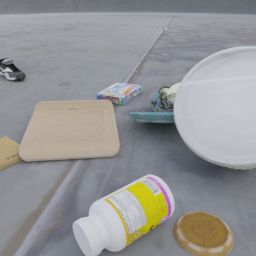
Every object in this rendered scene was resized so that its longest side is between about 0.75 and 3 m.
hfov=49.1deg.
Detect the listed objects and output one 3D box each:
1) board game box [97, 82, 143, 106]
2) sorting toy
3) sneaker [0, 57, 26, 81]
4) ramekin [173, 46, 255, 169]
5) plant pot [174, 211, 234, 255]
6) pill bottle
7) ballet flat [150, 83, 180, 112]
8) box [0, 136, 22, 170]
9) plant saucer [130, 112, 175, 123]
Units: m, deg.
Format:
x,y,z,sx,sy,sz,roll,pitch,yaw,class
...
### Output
x,y,z,sx,sy,sz,roll,pitch,yaw,class
-0.276,-1.315,10.457,1.089,0.277,1.609,13,30,24,board game box
-1.514,0.024,7.681,2.384,0.470,2.575,-3,33,-6,sorting toy
-5.219,-2.641,12.401,1.939,0.877,0.644,23,36,37,sneaker
2.461,-0.334,6.211,2.718,1.266,2.718,-10,65,22,ramekin
1.258,1.722,4.669,0.981,0.135,0.981,0,28,0,plant pot
-0.056,1.410,4.517,1.578,0.823,0.823,-20,33,-33,pill bottle
2.174,-1.138,9.257,2.932,1.054,1.054,-12,29,-21,ballet flat
-3.280,0.693,6.653,1.210,0.157,1.480,22,34,36,box
0.965,-0.309,7.950,1.835,0.251,1.835,0,5,0,plant saucer
